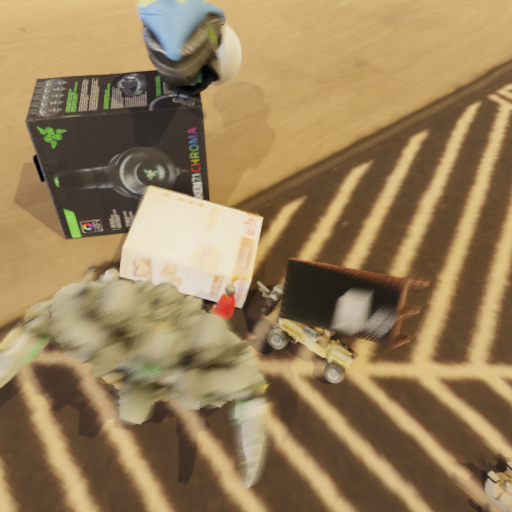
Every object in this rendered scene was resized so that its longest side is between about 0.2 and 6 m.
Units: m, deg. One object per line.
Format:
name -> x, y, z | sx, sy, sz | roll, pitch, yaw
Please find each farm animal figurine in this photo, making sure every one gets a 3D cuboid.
farm animal figurine -> 2.839, 2.852, 5.983 | 1.308, 0.682, 1.294 | -12, 35, -2

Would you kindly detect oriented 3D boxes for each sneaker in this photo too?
sneaker -> -1.042, -2.997, 8.044 | 1.092, 1.276, 3.079 | 0, 22, 1

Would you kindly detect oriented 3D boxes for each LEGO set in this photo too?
LEGO set -> -0.596, 0.743, 6.129 | 2.953, 1.288, 4.546 | 34, 26, 18

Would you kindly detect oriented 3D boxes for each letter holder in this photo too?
letter holder -> 1.289, 0.560, 7.246 | 1.577, 0.793, 1.121 | 11, 3, 33

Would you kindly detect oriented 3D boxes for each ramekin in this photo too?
ramekin -> -0.884, -3.730, 10.268 | 1.133, 1.133, 0.594 | 13, 15, 12

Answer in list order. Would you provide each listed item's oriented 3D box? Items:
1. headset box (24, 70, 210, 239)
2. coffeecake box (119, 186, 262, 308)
headset box -> -2.146, -1.613, 9.007 | 2.675, 2.329, 1.241 | -5, 45, -6
coffeecake box -> -0.936, -0.154, 8.475 | 1.850, 0.676, 1.420 | 15, 44, -5
